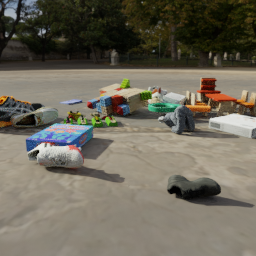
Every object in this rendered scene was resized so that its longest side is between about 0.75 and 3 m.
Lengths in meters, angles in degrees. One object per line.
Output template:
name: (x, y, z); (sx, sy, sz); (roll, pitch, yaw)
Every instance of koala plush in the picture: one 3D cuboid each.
koala plush: (1.703, -0.315, 10.037); (0.942, 0.977, 1.063); (-11, 6, -36)

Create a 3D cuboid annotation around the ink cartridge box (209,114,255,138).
ink cartridge box: (4.088, -0.113, 10.101); (1.503, 0.377, 1.732); (-10, 18, -36)

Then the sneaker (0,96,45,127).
sneaker: (-4.508, -0.741, 10.985); (1.163, 1.147, 2.971); (8, 15, 34)

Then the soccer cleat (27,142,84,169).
soccer cleat: (-1.743, 0.705, 6.729); (1.737, 0.596, 0.740); (8, 24, 41)

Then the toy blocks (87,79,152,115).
toy blocks: (-0.588, -1.289, 12.935); (1.988, 1.454, 2.909); (-25, 30, -34)

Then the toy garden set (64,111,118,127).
toy garden set: (-1.547, -0.427, 11.199); (2.016, 0.402, 1.681); (-3, 15, -11)

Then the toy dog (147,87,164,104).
toy dog: (1.226, -1.682, 14.472); (2.058, 0.991, 1.357); (8, 24, 34)

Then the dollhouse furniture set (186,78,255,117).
dollhouse furniture set: (4.136, -1.511, 13.168); (2.872, 1.480, 2.841); (-1, 15, -3)

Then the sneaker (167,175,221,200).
sneaker: (1.235, 1.190, 5.356); (1.033, 0.392, 0.469); (-1, 23, 24)

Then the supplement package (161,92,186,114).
supplement package: (2.073, -1.093, 12.774); (0.779, 0.776, 1.328); (19, 21, 19)

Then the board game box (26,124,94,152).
board game box: (-1.985, 0.297, 8.477); (1.366, 0.404, 1.795); (3, 15, 12)

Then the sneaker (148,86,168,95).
sneaker: (1.988, -2.468, 18.515); (1.514, 0.613, 0.569); (-7, 15, -29)

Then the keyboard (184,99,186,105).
keyboard: (2.221, -1.402, 15.192); (1.358, 0.517, 2.609); (18, -2, -42)

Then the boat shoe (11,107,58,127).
boat shoe: (-3.442, -0.331, 10.540); (1.765, 0.660, 0.604); (-16, 25, -23)

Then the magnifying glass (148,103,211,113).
magnifying glass: (2.113, -0.839, 11.637); (2.522, 0.282, 1.004); (4, 17, 7)

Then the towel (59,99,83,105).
towel: (-3.178, -1.470, 15.670); (0.793, 0.131, 1.095); (9, 17, 33)
